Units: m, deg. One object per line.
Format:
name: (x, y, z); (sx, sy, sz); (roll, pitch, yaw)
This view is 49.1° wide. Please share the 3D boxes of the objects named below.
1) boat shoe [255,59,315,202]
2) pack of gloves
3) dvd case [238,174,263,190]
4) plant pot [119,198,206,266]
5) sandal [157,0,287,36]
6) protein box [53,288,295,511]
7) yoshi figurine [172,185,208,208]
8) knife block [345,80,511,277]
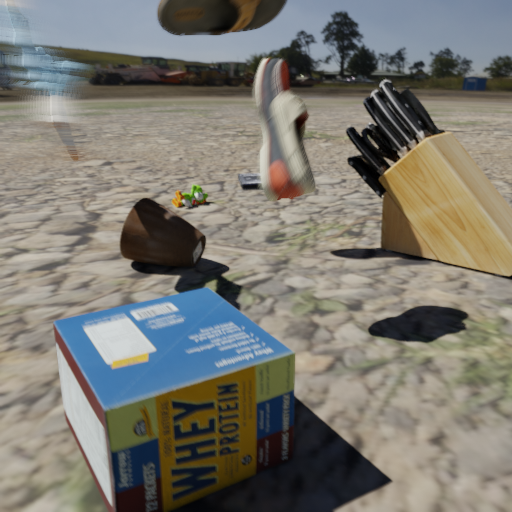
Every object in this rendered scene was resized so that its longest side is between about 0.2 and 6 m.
boat shoe: (0.395, -1.678, 7.251); (0.620, 1.982, 0.705); (-10, -17, 26)
pack of gloves: (-3.079, -2.857, 8.373); (0.449, 1.912, 2.276); (-21, 54, -7)
dvd case: (0.403, -2.106, 15.684); (1.733, 0.214, 1.303); (-2, 19, -6)
plant pot: (-1.509, -0.274, 9.549); (1.198, 1.120, 1.120); (20, 24, 12)
sandal: (-0.541, -4.295, 9.672); (2.333, 0.953, 0.637); (-11, 36, -8)
protein box: (-0.774, 1.203, 5.072); (1.635, 1.111, 1.647); (-11, 23, -29)
yoshi figurine: (-1.601, -1.470, 13.529); (0.913, 0.511, 0.513); (-14, 17, -41)
knife block: (3.227, -1.480, 9.769); (3.432, 3.013, 1.098); (16, 26, 37)
